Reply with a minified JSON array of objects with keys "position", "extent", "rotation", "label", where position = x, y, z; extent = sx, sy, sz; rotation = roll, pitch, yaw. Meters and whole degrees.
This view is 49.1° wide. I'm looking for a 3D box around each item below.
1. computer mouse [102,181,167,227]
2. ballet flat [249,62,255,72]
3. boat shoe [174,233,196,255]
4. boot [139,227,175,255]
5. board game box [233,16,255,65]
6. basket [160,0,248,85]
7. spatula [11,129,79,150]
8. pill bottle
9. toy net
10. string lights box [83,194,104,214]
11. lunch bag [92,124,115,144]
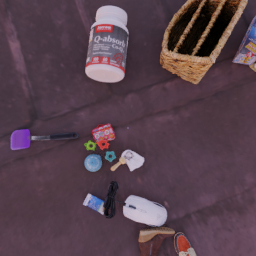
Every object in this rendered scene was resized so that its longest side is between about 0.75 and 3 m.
[{"position":[0.293,2.647,9.304],"extent":[2.217,0.486,1.216],"rotation":[18,77,-3],"label":"computer mouse"},{"position":[4.995,-2.169,10.416],"extent":[1.080,0.382,0.382],"rotation":[44,82,8],"label":"ballet flat"},{"position":[1.956,4.235,9.102],"extent":[0.574,0.504,1.612],"rotation":[-17,78,-2],"label":"boat shoe"},{"position":[0.961,3.856,9.294],"extent":[1.213,0.439,1.009],"rotation":[-3,91,-2],"label":"boot"},{"position":[5.007,-2.916,10.276],"extent":[2.158,0.665,2.156],"rotation":[42,76,9],"label":"board game box"},{"position":[2.408,-3.385,9.746],"extent":[2.049,2.138,2.870],"rotation":[31,81,6],"label":"basket"},{"position":[-2.976,0.340,9.974],"extent":[2.471,0.254,0.698],"rotation":[-4,80,-2],"label":"spatula"},{"position":[-0.710,-2.975,10.041],"extent":[1.387,1.387,2.393],"rotation":[5,80,1],"label":"pill bottle"},{"position":[-0.482,0.981,9.795],"extent":[2.071,0.400,1.087],"rotation":[1,80,-2],"label":"toy net"},{"position":[-1.094,2.590,9.556],"extent":[0.775,0.228,0.398],"rotation":[26,80,5],"label":"string lights box"},{"position":[-0.884,0.179,10.002],"extent":[0.752,0.308,0.663],"rotation":[-21,75,-5],"label":"lunch bag"}]
